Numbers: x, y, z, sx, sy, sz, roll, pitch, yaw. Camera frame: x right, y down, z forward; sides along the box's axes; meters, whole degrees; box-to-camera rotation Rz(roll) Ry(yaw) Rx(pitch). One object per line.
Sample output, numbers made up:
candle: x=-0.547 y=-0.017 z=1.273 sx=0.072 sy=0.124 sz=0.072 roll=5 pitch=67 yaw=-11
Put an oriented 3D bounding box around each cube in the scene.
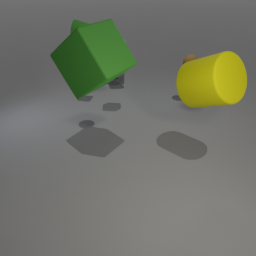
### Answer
cube: x=-0.912 y=-1.852 z=7.550 sx=1.400 sy=1.400 sz=1.400 roll=-24 pitch=10 yaw=43
cube: x=-0.606 y=-2.264 z=11.977 sx=0.700 sy=0.700 sz=0.700 roll=-3 pitch=-10 yaw=22

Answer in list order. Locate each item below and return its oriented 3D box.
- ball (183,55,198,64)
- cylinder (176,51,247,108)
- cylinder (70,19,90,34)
ball: x=2.857 y=-2.981 z=12.734 sx=0.700 sy=0.700 sz=0.700 roll=0 pitch=28 yaw=0
cylinder: x=2.332 y=-1.312 z=7.893 sx=1.400 sy=1.400 sz=1.400 roll=-20 pitch=11 yaw=-32
cylinder: x=-1.882 y=-3.924 z=11.279 sx=0.700 sy=0.700 sz=0.700 roll=16 pitch=29 yaw=-1
